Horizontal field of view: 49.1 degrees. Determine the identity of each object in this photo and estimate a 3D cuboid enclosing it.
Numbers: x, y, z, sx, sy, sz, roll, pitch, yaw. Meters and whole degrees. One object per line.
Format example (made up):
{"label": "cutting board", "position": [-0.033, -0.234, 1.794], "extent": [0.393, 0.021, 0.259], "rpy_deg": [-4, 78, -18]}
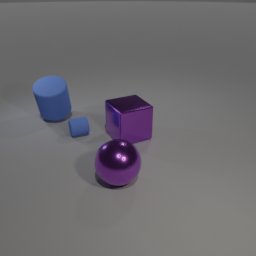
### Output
{"label": "cylinder", "position": [-1.950, -0.058, 11.117], "extent": [0.700, 0.700, 0.700], "rpy_deg": [-12, 30, -19]}
{"label": "cube", "position": [0.022, -0.332, 10.891], "extent": [1.400, 1.400, 1.400], "rpy_deg": [-13, 31, -23]}
{"label": "cylinder", "position": [-3.225, -1.273, 12.023], "extent": [1.400, 1.400, 1.400], "rpy_deg": [0, 48, 0]}
{"label": "ball", "position": [-0.298, 1.022, 8.376], "extent": [1.400, 1.400, 1.400], "rpy_deg": [0, 28, 0]}
